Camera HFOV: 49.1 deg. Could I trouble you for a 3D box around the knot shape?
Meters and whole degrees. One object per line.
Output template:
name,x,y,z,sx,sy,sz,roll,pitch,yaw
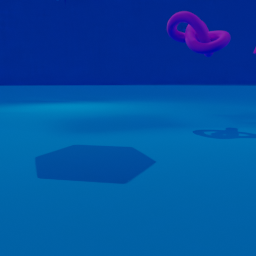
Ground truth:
knot shape,1.702,-2.391,7.114,1.496,0.738,1.598,25,22,-7

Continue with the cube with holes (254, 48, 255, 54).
cube with holes,4.453,-2.404,7.260,1.371,1.371,1.371,19,12,-4
